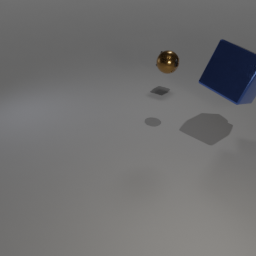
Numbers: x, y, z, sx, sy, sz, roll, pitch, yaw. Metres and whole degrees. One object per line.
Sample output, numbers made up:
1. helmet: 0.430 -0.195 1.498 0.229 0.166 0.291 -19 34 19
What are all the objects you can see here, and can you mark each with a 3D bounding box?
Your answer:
1. cube: 1.777 -2.965 12.590 0.700 0.700 0.700 30 19 24
2. ball: 1.224 -2.023 8.605 0.700 0.700 0.700 0 30 0
3. cube: 3.264 -1.648 8.404 1.400 1.400 1.400 38 28 29
